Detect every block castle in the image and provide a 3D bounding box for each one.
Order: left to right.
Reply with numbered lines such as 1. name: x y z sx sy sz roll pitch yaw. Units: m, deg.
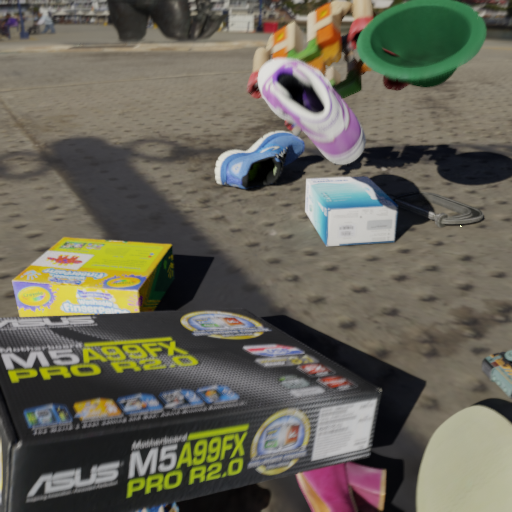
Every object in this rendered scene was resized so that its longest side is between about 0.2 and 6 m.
1. block castle: 1.334 -3.439 10.544 2.710 1.271 1.811 -15 -30 35

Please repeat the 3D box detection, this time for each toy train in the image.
1. toy train: 3.044 1.439 6.631 0.451 0.337 0.791 -17 31 -6

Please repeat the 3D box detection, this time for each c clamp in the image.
1. c clamp: 3.469 -0.983 11.613 1.839 0.291 2.152 -13 27 -35

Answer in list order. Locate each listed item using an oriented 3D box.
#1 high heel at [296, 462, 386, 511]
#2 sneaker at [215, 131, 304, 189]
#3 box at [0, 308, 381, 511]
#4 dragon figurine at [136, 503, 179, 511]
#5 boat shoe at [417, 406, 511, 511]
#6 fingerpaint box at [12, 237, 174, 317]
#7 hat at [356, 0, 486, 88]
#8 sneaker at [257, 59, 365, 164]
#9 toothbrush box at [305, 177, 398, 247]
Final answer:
1. high heel: 0.548 2.290 4.535 0.884 0.621 1.843 6 27 14
2. sneaker: 0.311 -2.153 13.305 1.172 1.032 2.628 30 47 34
3. box: -0.859 1.226 5.292 3.173 0.702 2.542 2 12 -32
4. dragon figurine: -2.103 2.201 4.301 3.222 0.948 1.602 11 26 12
5. boat shoe: 2.070 2.291 4.239 0.977 1.141 3.119 41 12 -10
6. fingerpaint box: -2.329 0.373 8.333 1.845 0.677 1.539 4 26 8
7. hat: 2.806 -2.946 9.377 2.218 1.952 1.837 -30 55 -7
8. sneaker: 0.532 -2.351 7.696 1.353 0.860 2.372 32 14 -49
9. toothbrush box: 1.772 -0.910 10.817 1.323 0.771 1.807 -4 27 -8
